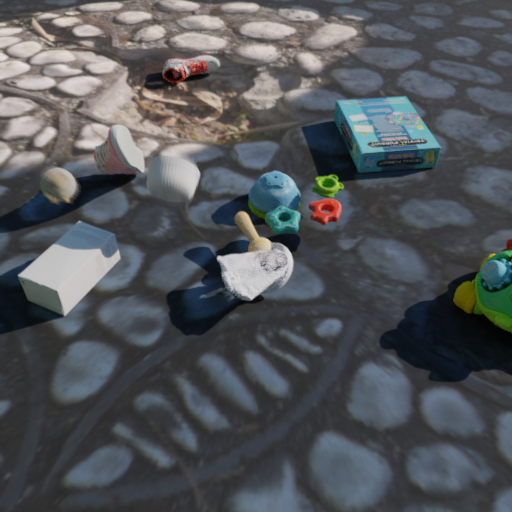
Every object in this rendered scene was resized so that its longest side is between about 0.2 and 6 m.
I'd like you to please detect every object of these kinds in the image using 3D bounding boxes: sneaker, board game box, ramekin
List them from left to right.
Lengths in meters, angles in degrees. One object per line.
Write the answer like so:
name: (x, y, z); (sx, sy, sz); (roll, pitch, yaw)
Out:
sneaker: (-2.956, -2.098, 11.454); (0.963, 1.842, 0.693); (-2, 81, 2)
ramekin: (-1.476, -1.310, 9.800); (0.911, 0.911, 0.478); (7, 70, 7)
sneaker: (-1.804, -5.150, 15.536); (1.596, 0.533, 0.856); (1, 44, 6)
board game box: (2.979, -2.879, 13.095); (1.794, 0.558, 2.376); (-5, 44, -5)

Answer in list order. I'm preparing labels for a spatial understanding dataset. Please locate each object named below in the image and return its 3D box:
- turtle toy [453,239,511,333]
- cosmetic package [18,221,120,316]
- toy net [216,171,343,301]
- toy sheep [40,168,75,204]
turtle toy: (4.586, 0.344, 9.162); (1.851, 1.284, 2.540); (32, 52, 29)
cosmetic package: (-3.217, 0.182, 9.779); (0.855, 0.674, 1.588); (20, 48, 18)
toy net: (0.467, -0.337, 10.387); (1.922, 0.708, 3.665); (12, 46, 9)
toy sheep: (-3.223, -1.142, 9.107); (0.588, 0.588, 0.853); (-19, 7, -19)
